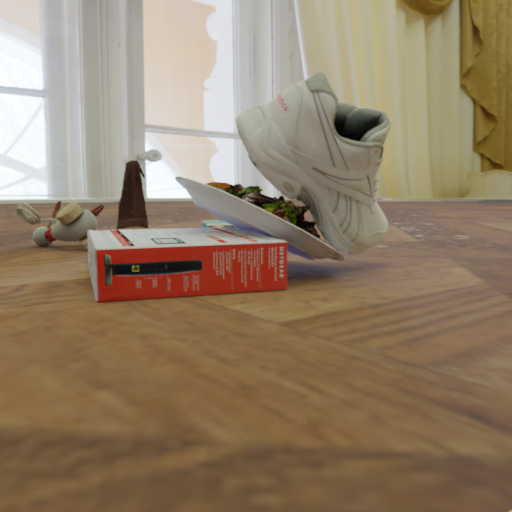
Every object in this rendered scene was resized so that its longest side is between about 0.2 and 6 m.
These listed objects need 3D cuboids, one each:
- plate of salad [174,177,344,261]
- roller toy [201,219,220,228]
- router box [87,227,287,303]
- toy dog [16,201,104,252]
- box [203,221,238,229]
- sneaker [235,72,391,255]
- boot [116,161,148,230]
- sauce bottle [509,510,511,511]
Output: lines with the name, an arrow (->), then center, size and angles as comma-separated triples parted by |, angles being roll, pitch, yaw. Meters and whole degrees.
plate of salad -> 0.083, -0.539, 6.940 | 2.307, 0.554, 2.307 | 26, -2, 1
roller toy -> -1.016, -0.657, 12.598 | 0.480, 0.336, 0.438 | -7, 10, -43
router box -> -0.919, 0.016, 6.512 | 1.953, 0.532, 2.176 | -2, 8, -18
toy dog -> -3.208, -0.579, 9.682 | 1.644, 1.084, 0.792 | 13, 45, 28
box -> -0.545, -0.354, 9.913 | 0.694, 0.414, 1.686 | -1, 7, -9
sneaker -> 1.073, -0.984, 6.494 | 1.394, 1.093, 2.806 | -33, -38, 20
boot -> -2.750, -1.275, 12.294 | 0.709, 1.629, 1.959 | -2, 8, -15
sauce bottle -> -0.222, 0.738, 0.235 | 2.272, 0.750, 0.750 | -6, 9, -32
